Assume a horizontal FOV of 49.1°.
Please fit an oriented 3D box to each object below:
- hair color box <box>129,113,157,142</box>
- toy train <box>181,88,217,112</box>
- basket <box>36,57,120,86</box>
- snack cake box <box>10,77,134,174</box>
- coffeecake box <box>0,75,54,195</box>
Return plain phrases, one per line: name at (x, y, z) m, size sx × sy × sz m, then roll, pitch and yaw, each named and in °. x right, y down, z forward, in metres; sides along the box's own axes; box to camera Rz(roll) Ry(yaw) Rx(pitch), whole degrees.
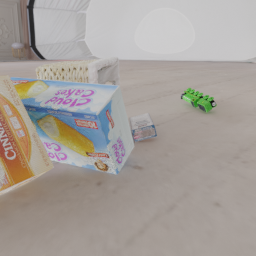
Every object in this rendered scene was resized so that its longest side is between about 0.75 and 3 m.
hair color box at (0.422, -0.042, 8.253) m, size 0.648 × 0.392 × 1.297 m, roll -14°, pitch 17°, yaw 2°
toy train at (2.860, -1.178, 11.639) m, size 0.639 × 0.473 × 2.265 m, roll -34°, pitch 24°, yaw -3°
basket at (-1.264, -0.907, 8.038) m, size 1.718 × 2.117 × 2.136 m, roll 4°, pitch 19°, yaw 15°
snack cake box at (-1.467, -0.103, 6.158) m, size 2.908 × 1.672 × 0.977 m, roll 8°, pitch 43°, yaw 25°
coffeecake box at (-2.771, 0.330, 4.378) m, size 0.923 × 1.939 × 2.526 m, roll -30°, pitch -4°, yaw 38°
